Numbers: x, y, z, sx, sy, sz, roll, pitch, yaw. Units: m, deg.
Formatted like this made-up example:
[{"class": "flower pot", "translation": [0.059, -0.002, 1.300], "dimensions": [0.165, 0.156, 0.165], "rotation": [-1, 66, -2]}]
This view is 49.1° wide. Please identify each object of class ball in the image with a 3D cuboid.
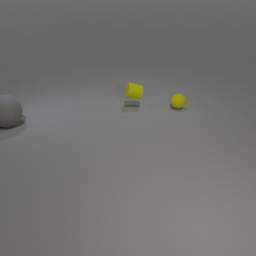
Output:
[{"class": "ball", "translation": [-5.319, -0.736, 12.121], "dimensions": [1.400, 1.400, 1.400], "rotation": [0, 30, 0]}, {"class": "ball", "translation": [2.466, -1.317, 13.722], "dimensions": [0.700, 0.700, 0.700], "rotation": [0, 30, 0]}]

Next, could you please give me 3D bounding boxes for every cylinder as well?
[{"class": "cylinder", "translation": [0.290, -1.770, 13.556], "dimensions": [0.700, 0.700, 0.700], "rotation": [13, 27, -14]}]
